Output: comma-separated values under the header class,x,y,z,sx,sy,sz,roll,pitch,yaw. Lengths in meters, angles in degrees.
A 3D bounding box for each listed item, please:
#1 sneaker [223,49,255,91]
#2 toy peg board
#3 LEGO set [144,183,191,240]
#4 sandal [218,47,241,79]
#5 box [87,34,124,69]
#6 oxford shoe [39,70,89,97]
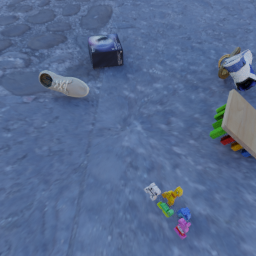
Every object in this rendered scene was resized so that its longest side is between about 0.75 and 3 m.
class,x,y,z,sx,sy,sz,roll,pitch,yaw
sneaker,3.795,-1.862,9.360,0.804,1.150,1.991,-22,11,35
toy peg board,3.230,0.017,8.266,1.611,0.791,1.618,39,51,-13
LEGO set,1.108,1.778,6.658,0.554,0.595,1.451,-17,57,-42
sandal,3.802,-2.534,10.764,0.542,0.806,2.006,22,49,25
box,-0.920,-3.108,11.293,1.269,0.789,1.280,-10,48,-8
oxford shoe,-2.257,-1.486,9.651,1.840,0.692,0.531,20,19,1
